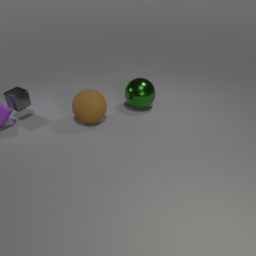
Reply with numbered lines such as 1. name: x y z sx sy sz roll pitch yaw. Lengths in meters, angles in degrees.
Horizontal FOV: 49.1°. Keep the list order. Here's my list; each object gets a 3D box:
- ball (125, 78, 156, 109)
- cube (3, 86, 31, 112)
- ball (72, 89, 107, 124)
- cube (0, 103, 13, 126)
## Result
1. ball: 0.544 -1.548 12.565 1.400 1.400 1.400 0 29 0
2. cube: -4.535 -1.192 11.521 0.700 0.700 0.700 22 42 27
3. ball: -1.564 -0.880 11.362 1.400 1.400 1.400 0 29 0
4. cube: -5.089 -0.559 10.996 0.700 0.700 0.700 33 0 -11
